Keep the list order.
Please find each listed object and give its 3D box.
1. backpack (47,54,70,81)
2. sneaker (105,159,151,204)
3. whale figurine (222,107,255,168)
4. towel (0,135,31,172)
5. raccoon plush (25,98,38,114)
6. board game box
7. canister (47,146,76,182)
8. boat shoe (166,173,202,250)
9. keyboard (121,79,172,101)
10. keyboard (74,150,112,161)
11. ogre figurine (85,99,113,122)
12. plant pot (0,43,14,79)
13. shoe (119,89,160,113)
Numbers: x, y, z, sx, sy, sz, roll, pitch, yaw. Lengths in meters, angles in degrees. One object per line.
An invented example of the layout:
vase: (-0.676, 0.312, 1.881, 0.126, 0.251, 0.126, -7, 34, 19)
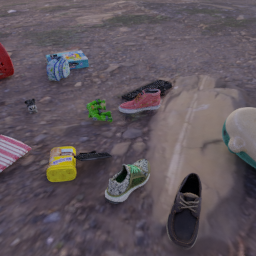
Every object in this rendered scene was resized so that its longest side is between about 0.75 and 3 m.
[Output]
backpack: (-3.205, -2.706, 12.866, 0.810, 1.009, 1.103, 9, 39, 13)
sneaker: (0.060, 1.193, 7.208, 0.648, 0.747, 1.686, 21, 39, 28)
whale figurine: (3.638, 0.590, 8.013, 1.926, 1.256, 2.421, -6, 58, -17)
towel: (-3.901, 0.888, 8.163, 1.289, 0.263, 1.761, 18, 40, 25)
raccoon plush: (-3.636, -0.812, 10.736, 0.400, 0.554, 0.827, -19, 3, -2)
board game box: (-3.166, -3.489, 14.539, 1.916, 0.450, 1.446, -13, 36, -19)
canister: (-1.832, 0.978, 7.825, 0.763, 0.444, 1.027, -5, 32, -7)
boat shoe: (1.303, 1.765, 6.370, 0.731, 0.720, 1.963, 8, 34, 11)
keyboard: (0.959, -1.676, 11.801, 1.269, 0.483, 2.438, 29, 44, 36)
keyboard: (-1.053, 0.779, 8.071, 1.097, 0.113, 0.697, -2, 10, -42)
ogre figurine: (-1.067, -0.602, 10.092, 0.696, 0.570, 1.161, -13, 71, -28)
plant pot: (-6.217, -2.920, 12.699, 1.469, 1.613, 1.613, -33, 46, -31)
shoe: (0.447, -1.057, 10.601, 1.638, 0.745, 0.585, -7, 34, -11)
